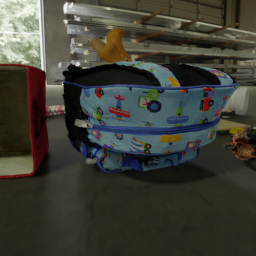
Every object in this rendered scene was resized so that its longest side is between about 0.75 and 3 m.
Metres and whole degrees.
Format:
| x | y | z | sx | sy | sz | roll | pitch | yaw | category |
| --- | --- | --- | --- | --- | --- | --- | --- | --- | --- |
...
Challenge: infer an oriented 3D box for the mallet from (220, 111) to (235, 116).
| x | y | z | sx | sy | sz | roll | pitch | yaw | category |
| --- | --- | --- | --- | --- | --- | --- | --- | --- | --- |
| 2.345 | -0.451 | 9.341 | 2.254 | 0.464 | 0.742 | -3 | 13 | 9 | mallet |

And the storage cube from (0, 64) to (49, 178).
| x | y | z | sx | sy | sz | roll | pitch | yaw | category |
| --- | --- | --- | --- | --- | --- | --- | --- | --- | --- |
| -2.445 | -0.204 | 5.023 | 2.052 | 1.754 | 1.844 | -2 | 9 | -8 | storage cube |

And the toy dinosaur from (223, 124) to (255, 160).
| x | y | z | sx | sy | sz | roll | pitch | yaw | category |
| --- | --- | --- | --- | --- | --- | --- | --- | --- | --- |
| 2.416 | 0.350 | 5.317 | 1.203 | 0.905 | 1.772 | -11 | 24 | 26 | toy dinosaur |

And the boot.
| x | y | z | sx | sy | sz | roll | pitch | yaw | category |
| --- | --- | --- | --- | --- | --- | --- | --- | --- | --- |
| -0.262 | -2.241 | 8.129 | 1.167 | 0.574 | 1.630 | 43 | 43 | 3 | boot |

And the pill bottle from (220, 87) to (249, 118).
| x | y | z | sx | sy | sz | roll | pitch | yaw | category |
| --- | --- | --- | --- | --- | --- | --- | --- | --- | --- |
| 3.310 | -1.075 | 10.774 | 2.339 | 1.312 | 1.312 | 6 | 12 | 31 | pill bottle |

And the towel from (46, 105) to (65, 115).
| x | y | z | sx | sy | sz | roll | pitch | yaw | category |
| --- | --- | --- | --- | --- | --- | --- | --- | --- | --- |
| -2.603 | -0.761 | 11.994 | 2.157 | 0.323 | 1.578 | -4 | 11 | -9 | towel |

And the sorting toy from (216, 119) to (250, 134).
| x | y | z | sx | sy | sz | roll | pitch | yaw | category |
| --- | --- | --- | --- | --- | --- | --- | --- | --- | --- |
| 2.519 | 0.009 | 7.881 | 1.859 | 0.334 | 2.495 | 1 | 10 | -21 | sorting toy |

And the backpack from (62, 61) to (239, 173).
| x | y | z | sx | sy | sz | roll | pitch | yaw | category |
| --- | --- | --- | --- | --- | --- | --- | --- | --- | --- |
| 0.353 | -0.213 | 4.761 | 2.487 | 1.833 | 2.724 | -6 | 11 | -28 | backpack |
